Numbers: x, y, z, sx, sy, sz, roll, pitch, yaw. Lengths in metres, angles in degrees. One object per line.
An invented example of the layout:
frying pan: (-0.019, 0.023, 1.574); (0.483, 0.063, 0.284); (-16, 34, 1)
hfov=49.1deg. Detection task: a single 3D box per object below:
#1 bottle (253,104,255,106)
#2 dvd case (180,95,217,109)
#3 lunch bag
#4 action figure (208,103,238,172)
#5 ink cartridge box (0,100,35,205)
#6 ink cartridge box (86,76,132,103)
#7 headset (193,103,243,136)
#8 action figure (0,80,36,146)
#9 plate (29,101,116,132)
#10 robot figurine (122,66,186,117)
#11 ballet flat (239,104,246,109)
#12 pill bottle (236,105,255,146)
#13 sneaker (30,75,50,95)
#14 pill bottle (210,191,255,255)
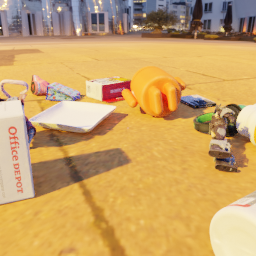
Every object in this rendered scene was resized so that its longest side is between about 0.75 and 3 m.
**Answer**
bottle: (4.113, -0.645, 8.796); (0.344, 0.824, 0.269); (33, 28, -45)
dvd case: (2.738, -1.075, 11.322); (1.019, 0.168, 1.356); (-8, 22, -19)
lunch bag: (-2.672, -1.468, 11.905); (1.320, 0.621, 0.994); (11, 19, 3)
action figure: (2.220, 0.181, 6.649); (0.614, 1.152, 1.771); (-1, 40, 16)
ink cartridge box: (-2.959, 0.533, 4.967); (2.349, 1.698, 0.994); (-9, 23, -23)
ink cartridge box: (-0.675, -1.704, 12.177); (1.735, 0.727, 1.523); (-18, 28, -39)
headset: (3.070, -0.113, 8.332); (2.185, 1.027, 1.349); (-6, 16, 28)
action figure: (-3.108, -0.272, 7.339); (1.381, 1.535, 2.062); (10, -11, 1)
plate: (-1.711, -0.358, 9.066); (2.126, 0.344, 2.122); (8, 25, 17)
robot figurine: (0.925, -1.357, 10.035); (1.540, 1.899, 2.640); (36, 12, -24)
ballet flat: (3.870, -0.697, 10.131); (1.020, 0.344, 0.318); (2, 11, 5)
pill bottle: (3.780, 0.086, 6.881); (1.164, 1.164, 2.096); (-10, 22, -25)
sneaker: (-4.059, -1.939, 13.110); (0.872, 0.741, 2.010); (5, 21, -25)
pill bottle: (2.149, 1.303, 3.827); (1.910, 1.088, 1.088); (-13, 25, -32)
